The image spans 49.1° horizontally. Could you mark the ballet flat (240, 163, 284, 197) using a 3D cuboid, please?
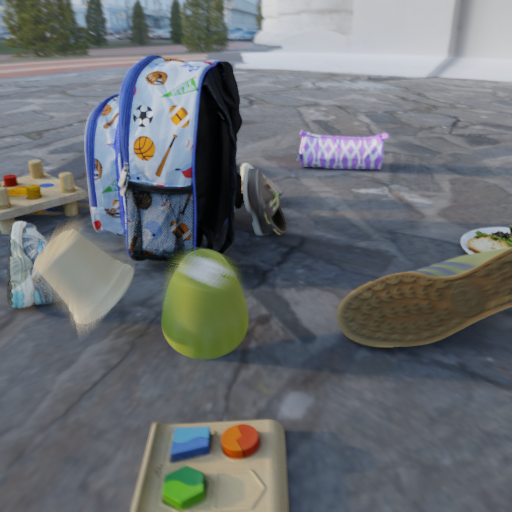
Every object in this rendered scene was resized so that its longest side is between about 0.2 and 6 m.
[{"bbox_3d":[-0.498,-1.838,13.554,2.373,0.798,0.808,3,18,14],"label":"ballet flat"}]

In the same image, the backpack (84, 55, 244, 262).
[{"bbox_3d":[-1.543,-1.948,10.685,2.886,3.569,3.746,10,26,0],"label":"backpack"}]

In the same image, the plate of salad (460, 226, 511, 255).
[{"bbox_3d":[5.106,-0.230,10.866,2.151,0.517,2.151,0,25,0],"label":"plate of salad"}]

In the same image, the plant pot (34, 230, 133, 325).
[{"bbox_3d":[-2.415,0.219,7.656,1.074,0.983,1.074,-28,32,20],"label":"plant pot"}]

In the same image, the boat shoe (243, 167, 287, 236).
[{"bbox_3d":[0.177,-1.037,11.020,0.617,2.075,0.745,4,62,13],"label":"boat shoe"}]

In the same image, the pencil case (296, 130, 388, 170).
[{"bbox_3d":[2.453,-3.069,16.177,2.536,1.084,1.064,3,32,5],"label":"pencil case"}]

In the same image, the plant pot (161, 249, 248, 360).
[{"bbox_3d":[-0.701,0.550,7.702,1.273,1.361,1.273,3,54,-4],"label":"plant pot"}]

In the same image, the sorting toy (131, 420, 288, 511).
[{"bbox_3d":[-0.445,2.370,5.651,1.534,0.276,2.059,0,25,0],"label":"sorting toy"}]

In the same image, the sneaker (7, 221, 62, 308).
[{"bbox_3d":[-3.811,0.172,9.851,1.039,0.935,2.408,3,28,-25],"label":"sneaker"}]

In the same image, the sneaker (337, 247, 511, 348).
[{"bbox_3d":[2.799,0.662,8.553,3.206,1.075,1.439,-17,-9,3],"label":"sneaker"}]

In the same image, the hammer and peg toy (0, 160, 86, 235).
[{"bbox_3d":[-5.578,-1.559,13.033,2.178,1.044,2.961,-23,34,-39],"label":"hammer and peg toy"}]
